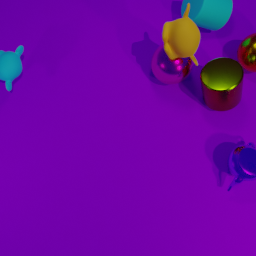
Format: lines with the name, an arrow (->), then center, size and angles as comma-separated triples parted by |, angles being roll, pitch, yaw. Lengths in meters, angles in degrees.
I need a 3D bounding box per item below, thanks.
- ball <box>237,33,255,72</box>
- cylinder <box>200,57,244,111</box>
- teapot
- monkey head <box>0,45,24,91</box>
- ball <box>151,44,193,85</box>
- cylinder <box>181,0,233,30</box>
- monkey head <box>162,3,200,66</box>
ball -> 3.829, -2.226, 8.267 | 1.152, 1.152, 1.152 | 0, 74, 0
cylinder -> 2.617, -1.196, 7.818 | 1.105, 1.105, 1.105 | -8, 62, 15
teapot -> 3.075, 1.004, 7.511 | 0.965, 0.760, 1.552 | 32, 68, 1
monkey head -> -3.252, -1.642, 7.707 | 0.782, 0.933, 1.297 | 12, 81, 7
ball -> 1.275, -1.880, 8.158 | 1.216, 1.216, 1.216 | 0, 74, 0
cylinder -> 2.379, -3.647, 8.523 | 1.098, 1.098, 1.098 | 4, 72, -27
monkey head -> 1.368, -2.322, 7.167 | 0.921, 1.100, 1.529 | -8, 116, 14
